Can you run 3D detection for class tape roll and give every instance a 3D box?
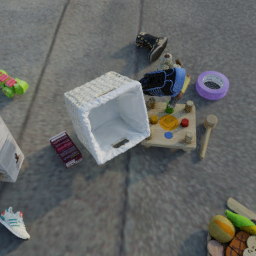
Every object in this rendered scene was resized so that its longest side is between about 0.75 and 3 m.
[{"bbox_3d":[3.501,-1.780,11.649,1.280,0.420,1.280,0,54,1],"label":"tape roll"}]

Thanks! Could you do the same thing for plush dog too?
[{"bbox_3d":[1.811,-2.495,12.045,1.000,0.934,1.164,11,83,-9],"label":"plush dog"}]

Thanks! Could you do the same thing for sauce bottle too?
[{"bbox_3d":[1.769,-1.302,9.820,0.430,0.430,1.302,24,73,16],"label":"sauce bottle"}]

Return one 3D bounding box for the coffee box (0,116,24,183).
[{"bbox_3d":[-4.434,0.571,8.579,1.540,2.693,1.074,5,55,4],"label":"coffee box"}]

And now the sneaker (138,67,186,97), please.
[{"bbox_3d":[1.038,-1.546,9.726,1.008,2.589,0.908,7,85,-16],"label":"sneaker"}]

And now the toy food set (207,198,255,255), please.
[{"bbox_3d":[3.069,3.326,7.960,1.809,0.526,2.620,32,61,21],"label":"toy food set"}]

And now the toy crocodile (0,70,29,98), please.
[{"bbox_3d":[-5.121,-1.950,11.582,2.344,0.724,0.791,27,59,18],"label":"toy crocodile"}]

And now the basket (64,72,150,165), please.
[{"bbox_3d":[-0.669,-0.412,8.738,2.048,2.067,1.662,-30,40,-21],"label":"basket"}]

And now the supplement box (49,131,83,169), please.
[{"bbox_3d":[-2.187,0.755,9.873,0.677,0.379,1.244,-29,59,-20],"label":"supplement box"}]

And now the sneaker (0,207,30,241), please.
[{"bbox_3d":[-3.313,2.827,8.373,1.219,0.429,0.570,28,65,22],"label":"sneaker"}]

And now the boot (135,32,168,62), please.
[{"bbox_3d":[0.953,-3.801,12.933,1.340,0.651,1.780,23,54,14],"label":"boot"}]

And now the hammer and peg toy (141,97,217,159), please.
[{"bbox_3d":[1.884,-0.068,10.094,2.740,0.966,2.015,6,55,4],"label":"hammer and peg toy"}]
